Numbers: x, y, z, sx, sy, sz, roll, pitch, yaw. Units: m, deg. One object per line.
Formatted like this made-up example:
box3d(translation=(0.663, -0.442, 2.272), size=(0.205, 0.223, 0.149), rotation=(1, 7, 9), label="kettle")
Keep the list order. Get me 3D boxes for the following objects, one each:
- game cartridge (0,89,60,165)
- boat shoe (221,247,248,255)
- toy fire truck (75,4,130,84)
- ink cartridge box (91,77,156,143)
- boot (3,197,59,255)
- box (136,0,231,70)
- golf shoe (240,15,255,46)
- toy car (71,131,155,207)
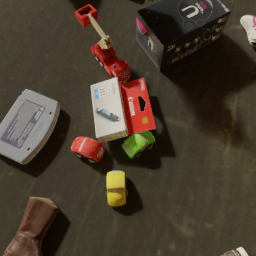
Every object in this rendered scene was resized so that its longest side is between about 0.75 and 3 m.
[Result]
box3d(translation=(-3.346, -0.050, 9.347), size=(1.575, 0.484, 2.366), rotation=(22, 70, 12), label="game cartridge")
box3d(translation=(3.203, 4.476, 7.347), size=(0.716, 0.864, 2.405), rotation=(-18, 67, 0), label="boat shoe")
box3d(translation=(-0.812, -2.849, 9.740), size=(0.602, 1.742, 2.470), rotation=(-34, 72, -12), label="toy fire truck")
box3d(translation=(-0.212, -0.729, 9.254), size=(1.858, 0.472, 2.109), rotation=(-15, 61, 9), label="ink cartridge box")
box3d(translation=(-2.360, 3.119, 8.010), size=(1.947, 0.671, 2.089), rotation=(20, 65, 7), label="boot")
box3d(translation=(1.918, -3.722, 10.200), size=(2.866, 1.520, 1.752), rotation=(-30, 71, -10), label="box")
box3d(translation=(4.865, -3.592, 10.626), size=(0.816, 0.643, 1.771), rotation=(-33, 72, -12), label="golf shoe")
box3d(translation=(-0.220, 0.794, 8.912), size=(2.501, 0.593, 2.658), rotation=(-34, 72, -12), label="toy car")
